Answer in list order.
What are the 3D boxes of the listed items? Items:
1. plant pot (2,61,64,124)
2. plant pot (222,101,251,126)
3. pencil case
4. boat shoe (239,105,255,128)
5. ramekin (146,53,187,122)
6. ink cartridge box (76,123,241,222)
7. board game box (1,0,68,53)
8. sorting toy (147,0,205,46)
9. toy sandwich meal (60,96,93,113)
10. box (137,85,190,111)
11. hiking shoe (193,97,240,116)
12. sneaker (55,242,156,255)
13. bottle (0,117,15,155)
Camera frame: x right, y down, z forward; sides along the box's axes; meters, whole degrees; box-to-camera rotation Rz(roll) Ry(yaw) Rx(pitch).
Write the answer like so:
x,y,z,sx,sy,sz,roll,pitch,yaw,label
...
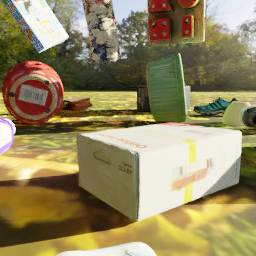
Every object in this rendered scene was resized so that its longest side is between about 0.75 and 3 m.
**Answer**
x,y,z,sx,sy,sz,roll,pitch,yaw,label
-3.391,-1.214,10.032,2.194,2.194,1.997,-3,19,-17,plant pot
3.948,-0.541,9.912,1.145,0.769,1.145,0,8,0,plant pot
-0.890,-3.226,8.644,1.066,2.384,0.927,-24,27,-32,pencil case
4.856,-0.404,8.455,2.726,0.978,0.924,-3,9,-2,boat shoe
1.411,-1.384,10.237,1.205,2.466,2.466,-6,8,10,ramekin
0.410,0.425,3.761,1.838,0.767,1.334,-7,11,-37,ink cartridge box
-2.134,-2.567,6.448,0.270,1.476,1.116,-23,19,30,board game box
1.576,-3.944,9.637,1.994,1.982,0.694,2,13,22,sorting toy
-2.703,-1.265,13.740,1.954,0.669,1.954,1,22,0,toy sandwich meal
1.860,-1.540,14.421,2.229,1.309,2.193,4,10,25,box
3.895,-0.986,12.456,1.932,0.838,0.719,3,9,16,hiking shoe
-0.126,0.975,1.547,0.988,0.393,0.645,-6,9,-28,sneaker
-2.752,0.186,5.479,0.904,0.707,2.164,-1,9,-6,bottle
